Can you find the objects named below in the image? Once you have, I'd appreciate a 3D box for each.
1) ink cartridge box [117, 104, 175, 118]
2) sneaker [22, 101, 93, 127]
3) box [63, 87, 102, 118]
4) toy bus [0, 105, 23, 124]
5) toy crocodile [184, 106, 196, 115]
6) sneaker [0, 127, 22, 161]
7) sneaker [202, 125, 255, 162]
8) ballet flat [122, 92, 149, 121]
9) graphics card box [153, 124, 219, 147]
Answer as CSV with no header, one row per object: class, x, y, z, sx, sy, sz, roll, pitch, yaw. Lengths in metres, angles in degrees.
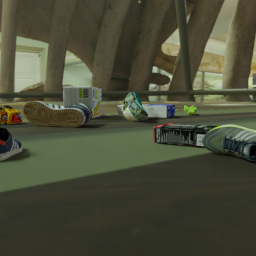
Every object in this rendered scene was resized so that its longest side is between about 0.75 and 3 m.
ink cartridge box,0.860,-0.844,13.440,2.539,0.561,1.194,3,8,27
sneaker,-2.273,-0.491,9.331,2.228,0.781,1.209,9,14,15
box,-1.975,-1.156,12.649,1.222,1.357,2.412,0,7,4
toy bus,-4.189,-0.381,9.813,0.867,0.613,0.903,19,15,19
toy crocodile,3.264,-0.901,14.728,0.520,0.476,1.542,1,11,3
sneaker,-2.075,0.212,4.735,0.425,0.479,1.134,-1,6,-8
sneaker,1.825,0.252,4.387,1.411,0.521,0.571,3,10,36
ballet flat,0.218,-0.730,11.224,0.966,0.966,2.602,0,18,-3
graphics card box,1.372,0.137,5.836,1.462,0.372,0.917,2,6,29
